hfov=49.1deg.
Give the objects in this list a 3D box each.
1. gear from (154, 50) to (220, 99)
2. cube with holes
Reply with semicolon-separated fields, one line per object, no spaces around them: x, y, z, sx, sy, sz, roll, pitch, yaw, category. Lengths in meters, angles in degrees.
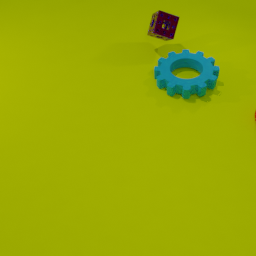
1.812;-1.728;8.751;1.942;0.359;1.942;-3;50;4;gear
1.161;-3.388;9.334;0.725;0.725;0.725;12;10;-15;cube with holes
